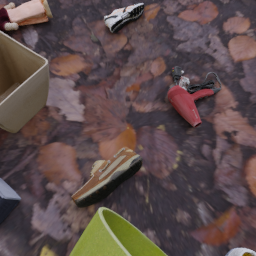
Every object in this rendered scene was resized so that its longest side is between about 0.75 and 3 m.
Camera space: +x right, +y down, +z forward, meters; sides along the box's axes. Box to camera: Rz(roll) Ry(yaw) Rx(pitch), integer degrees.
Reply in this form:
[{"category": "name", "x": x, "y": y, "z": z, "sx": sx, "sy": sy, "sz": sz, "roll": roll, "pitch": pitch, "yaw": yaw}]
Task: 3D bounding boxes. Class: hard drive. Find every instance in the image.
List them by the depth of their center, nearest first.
[{"category": "hard drive", "x": -3.870, "y": 1.380, "z": 5.949, "sx": 2.680, "sy": 0.567, "sz": 1.808, "roll": 31, "pitch": 66, "yaw": 15}]

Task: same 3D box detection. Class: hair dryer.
[{"category": "hair dryer", "x": 1.731, "y": -0.858, "z": 7.215, "sx": 1.413, "sy": 0.504, "sz": 1.855, "roll": 11, "pitch": 63, "yaw": 5}]

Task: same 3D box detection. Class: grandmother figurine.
[{"category": "grandmother figurine", "x": -3.563, "y": -3.296, "z": 8.470, "sx": 2.428, "sy": 0.735, "sz": 1.473, "roll": -20, "pitch": 40, "yaw": -7}]

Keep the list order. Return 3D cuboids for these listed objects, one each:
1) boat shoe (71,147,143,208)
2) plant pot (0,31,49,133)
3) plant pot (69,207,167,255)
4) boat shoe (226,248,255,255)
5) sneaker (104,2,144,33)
[{"category": "boat shoe", "x": -0.492, "y": 1.034, "z": 6.153, "sx": 1.760, "sy": 0.666, "sz": 0.650, "roll": -32, "pitch": 60, "yaw": -25}, {"category": "plant pot", "x": -2.921, "y": -0.905, "z": 6.642, "sx": 1.750, "sy": 1.551, "sz": 1.752, "roll": 32, "pitch": 65, "yaw": 16}, {"category": "plant pot", "x": -0.382, "y": 3.095, "z": 4.180, "sx": 2.545, "sy": 2.545, "sz": 2.720, "roll": 40, "pitch": 83, "yaw": 19}, {"category": "boat shoe", "x": 2.679, "y": 3.112, "z": 4.765, "sx": 0.865, "sy": 0.999, "sz": 2.342, "roll": -26, "pitch": 65, "yaw": -14}, {"category": "sneaker", "x": -0.111, "y": -3.539, "z": 8.660, "sx": 1.443, "sy": 0.532, "sz": 0.577, "roll": -35, "pitch": 65, "yaw": -18}]
